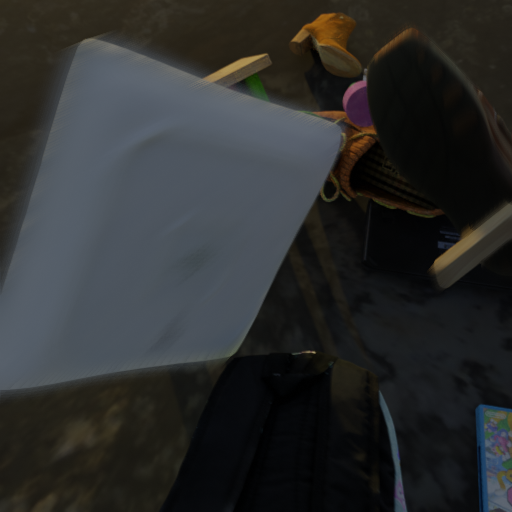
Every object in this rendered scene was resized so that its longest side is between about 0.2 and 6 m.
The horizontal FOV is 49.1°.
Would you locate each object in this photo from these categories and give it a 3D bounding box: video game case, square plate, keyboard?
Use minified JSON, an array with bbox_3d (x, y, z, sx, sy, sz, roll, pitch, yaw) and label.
[{"bbox_3d":[3.156,2.657,6.176,1.332,0.166,1.861,9,56,6],"label":"video game case"},{"bbox_3d":[-0.553,-0.030,4.519,2.679,2.654,0.381,2,30,-47],"label":"square plate"},{"bbox_3d":[2.943,-0.267,8.144,2.720,0.349,1.633,9,62,5],"label":"keyboard"}]

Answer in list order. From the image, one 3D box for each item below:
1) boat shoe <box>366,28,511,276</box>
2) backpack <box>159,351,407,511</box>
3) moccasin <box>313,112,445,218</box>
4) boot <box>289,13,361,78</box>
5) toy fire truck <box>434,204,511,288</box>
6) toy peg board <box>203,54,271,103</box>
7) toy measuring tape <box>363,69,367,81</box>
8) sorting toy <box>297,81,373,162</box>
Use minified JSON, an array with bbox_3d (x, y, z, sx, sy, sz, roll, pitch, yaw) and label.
[{"bbox_3d":[2.048,-1.014,5.551,2.614,0.989,0.965,53,41,-12],"label":"boat shoe"},{"bbox_3d":[0.229,2.470,5.212,2.570,1.949,3.080,9,57,4],"label":"backpack"},{"bbox_3d":[1.544,-1.325,8.231,3.038,1.111,1.173,33,35,24],"label":"moccasin"},{"bbox_3d":[1.580,-4.087,10.620,1.685,0.593,1.206,33,66,28],"label":"boot"},{"bbox_3d":[2.394,0.030,4.373,1.758,1.547,1.131,0,40,26],"label":"toy fire truck"},{"bbox_3d":[-0.632,-2.412,9.038,1.789,0.879,1.797,-29,21,-4],"label":"toy peg board"},{"bbox_3d":[1.951,-2.945,9.875,0.587,0.587,1.595,10,56,7],"label":"toy measuring tape"},{"bbox_3d":[0.412,-1.623,8.254,3.087,1.070,1.063,-32,28,16],"label":"sorting toy"}]
